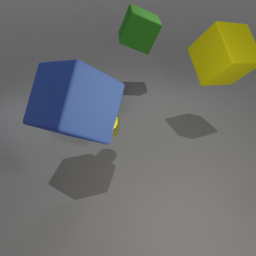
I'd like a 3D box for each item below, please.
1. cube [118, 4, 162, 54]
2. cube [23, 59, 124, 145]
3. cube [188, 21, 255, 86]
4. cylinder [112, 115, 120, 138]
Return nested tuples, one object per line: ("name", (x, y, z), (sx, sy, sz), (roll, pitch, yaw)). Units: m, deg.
("cube", (0.487, -4.336, 12.282), (1.400, 1.400, 1.400), (17, 34, -16))
("cube", (-1.160, -0.534, 6.073), (1.400, 1.400, 1.400), (9, -7, 42))
("cube", (2.991, -2.265, 8.725), (1.400, 1.400, 1.400), (-7, 73, -29))
("cylinder", (-0.608, -0.115, 8.379), (0.700, 0.700, 0.700), (0, 69, 0))
